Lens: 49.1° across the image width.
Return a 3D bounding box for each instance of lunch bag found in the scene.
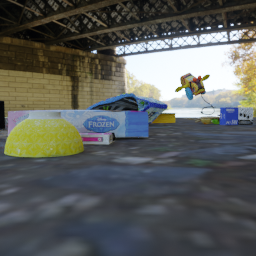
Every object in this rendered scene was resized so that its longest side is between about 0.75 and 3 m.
[{"bbox_3d":[0.477,-0.894,13.418,2.349,1.497,1.997,-10,-3,32],"label":"lunch bag"}]

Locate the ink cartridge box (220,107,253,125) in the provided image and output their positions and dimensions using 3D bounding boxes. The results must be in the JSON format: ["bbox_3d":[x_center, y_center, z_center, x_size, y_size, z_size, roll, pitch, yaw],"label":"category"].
[{"bbox_3d":[5.139,-0.562,13.234,1.778,0.836,0.393,-1,3,-25],"label":"ink cartridge box"}]

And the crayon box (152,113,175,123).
[{"bbox_3d":[1.823,-0.601,16.453,1.443,0.592,2.296,-1,2,-13],"label":"crayon box"}]

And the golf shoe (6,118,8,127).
[{"bbox_3d":[-4.252,-0.285,10.624,1.199,0.552,0.435,4,4,37],"label":"golf shoe"}]

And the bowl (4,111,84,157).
[{"bbox_3d":[-1.118,0.052,3.788,1.027,0.553,1.027,0,3,0],"label":"bowl"}]

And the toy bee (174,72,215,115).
[{"bbox_3d":[2.838,-1.781,11.500,1.540,1.279,2.353,-38,45,-18],"label":"toy bee"}]

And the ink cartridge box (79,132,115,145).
[{"bbox_3d":[-0.820,0.181,4.939,1.118,0.207,0.529,-2,3,6],"label":"ink cartridge box"}]

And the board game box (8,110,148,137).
[{"bbox_3d":[-1.127,-0.132,6.818,2.743,0.598,2.756,-2,3,-9],"label":"board game box"}]

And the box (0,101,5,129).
[{"bbox_3d":[-4.976,-0.395,8.470,1.685,0.963,1.851,-1,2,3],"label":"box"}]

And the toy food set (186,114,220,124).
[{"bbox_3d":[4.185,-0.346,14.482,1.391,0.404,2.014,7,-8,-41],"label":"toy food set"}]

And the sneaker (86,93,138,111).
[{"bbox_3d":[-0.737,-0.544,10.695,2.428,1.006,0.861,-20,-6,6],"label":"sneaker"}]
